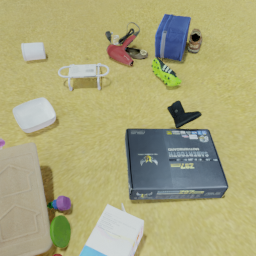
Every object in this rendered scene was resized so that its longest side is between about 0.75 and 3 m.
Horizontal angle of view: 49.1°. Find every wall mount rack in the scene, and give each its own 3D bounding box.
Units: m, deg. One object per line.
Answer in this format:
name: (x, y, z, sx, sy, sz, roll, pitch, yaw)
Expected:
wall mount rack: (-1.756, -2.283, 11.416, 2.008, 0.749, 1.744, -2, 53, -2)

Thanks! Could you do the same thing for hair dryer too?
hair dryer: (-0.186, -3.669, 12.321, 1.633, 0.583, 2.144, -15, 73, 14)

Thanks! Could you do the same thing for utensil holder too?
utensil holder: (-4.134, -3.368, 12.306, 0.885, 0.752, 0.752, -8, 49, -10)

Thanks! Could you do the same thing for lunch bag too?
lunch bag: (1.911, -4.116, 12.473, 1.403, 1.440, 2.120, 13, 50, 11)

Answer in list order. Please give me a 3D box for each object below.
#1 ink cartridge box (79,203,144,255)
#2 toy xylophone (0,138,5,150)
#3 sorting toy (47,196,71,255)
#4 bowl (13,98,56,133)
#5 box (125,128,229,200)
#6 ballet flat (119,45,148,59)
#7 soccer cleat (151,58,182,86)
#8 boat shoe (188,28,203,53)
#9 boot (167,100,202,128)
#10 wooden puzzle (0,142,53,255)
ink cartridge box: (-0.308, 2.745, 6.777, 1.012, 1.039, 1.616, 20, 53, 16)
toy xylophone: (-4.976, 1.020, 7.869, 2.963, 2.169, 0.744, -16, 95, -21)
sorting toy: (-1.985, 2.819, 7.098, 0.779, 0.784, 2.261, -16, 49, 17)
bowl: (-3.264, -0.407, 9.898, 1.293, 0.483, 1.291, -26, 54, -20)
box: (1.323, 1.018, 8.397, 2.754, 0.703, 2.172, 1, 49, -5)
ballet flat: (0.135, -3.464, 12.613, 1.597, 0.370, 0.538, 15, 53, 12)
soccer cleat: (1.550, -2.281, 11.545, 0.709, 0.591, 1.751, -3, 44, -30)
boat shoe: (3.190, -4.204, 13.084, 0.656, 0.640, 1.734, 9, 50, 7)
boot: (1.733, -0.531, 8.745, 0.360, 0.944, 0.793, 5, 60, -55)
wooden puzzle: (-3.528, 2.044, 7.317, 2.741, 0.685, 2.960, -13, 68, -8)
